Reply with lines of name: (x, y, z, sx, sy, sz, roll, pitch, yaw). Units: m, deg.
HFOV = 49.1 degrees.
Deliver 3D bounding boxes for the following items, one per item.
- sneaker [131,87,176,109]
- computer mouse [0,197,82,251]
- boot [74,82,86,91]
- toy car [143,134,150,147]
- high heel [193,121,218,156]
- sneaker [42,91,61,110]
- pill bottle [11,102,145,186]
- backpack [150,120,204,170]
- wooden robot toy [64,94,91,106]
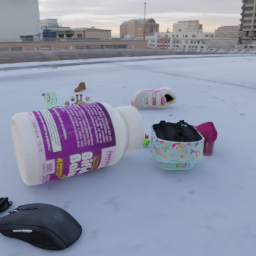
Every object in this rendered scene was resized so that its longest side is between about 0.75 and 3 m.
sneaker: (1.188, -1.294, 12.219, 2.142, 0.871, 0.945, -15, 24, -16)
computer mouse: (-1.926, 1.651, 4.678, 2.097, 0.483, 1.472, 8, 20, 23)
boot: (-2.769, -2.358, 16.010, 0.428, 0.439, 1.163, 8, 22, 16)
toy car: (0.614, 0.408, 8.617, 0.825, 0.184, 0.776, 10, 22, 27)
high heel: (2.177, -0.016, 8.577, 0.700, 0.998, 2.077, -4, 20, -11)
sneaker: (-2.980, -0.933, 11.183, 0.613, 0.983, 1.667, -12, 24, -33)
pill bottle: (-1.131, 0.254, 6.825, 2.964, 1.664, 1.664, -12, 23, -28)
backpack: (1.217, 0.448, 7.064, 1.317, 1.117, 1.483, 1, 11, -3)
wooden robot toy: (-2.260, -1.198, 12.728, 1.219, 0.537, 0.553, -6, 31, -16)
